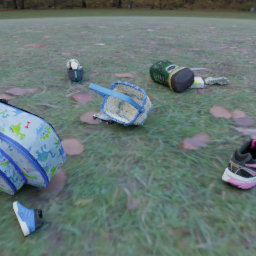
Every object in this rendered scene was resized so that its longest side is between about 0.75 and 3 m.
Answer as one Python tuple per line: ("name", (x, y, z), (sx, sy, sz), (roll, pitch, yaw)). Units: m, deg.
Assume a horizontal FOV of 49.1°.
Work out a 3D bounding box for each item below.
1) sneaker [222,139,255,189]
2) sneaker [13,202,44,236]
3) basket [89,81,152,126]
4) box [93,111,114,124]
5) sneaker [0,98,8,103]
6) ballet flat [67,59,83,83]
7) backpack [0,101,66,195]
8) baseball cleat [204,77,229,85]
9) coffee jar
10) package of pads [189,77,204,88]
("sneaker", (3.595, 0.763, 7.593), (2.455, 1.060, 0.986), (-20, 34, -40))
("sneaker", (-2.175, 1.901, 6.189), (0.512, 0.353, 0.920), (-22, 38, -26))
("basket", (-0.178, -0.911, 9.896), (1.830, 1.444, 2.075), (26, -5, 35))
("box", (-0.884, -0.411, 10.916), (0.817, 0.154, 0.558), (19, 33, 33))
("sneaker", (-5.918, -1.150, 11.959), (1.543, 0.513, 0.698), (-6, 31, -8))
("ballet flat", (-2.984, -3.353, 15.776), (0.987, 0.987, 2.702), (-6, 28, -12))
("backpack", (-2.870, 0.592, 6.970), (2.339, 2.140, 1.719), (14, 52, 23))
("baseball cleat", (4.650, -2.533, 14.751), (1.204, 0.420, 0.641), (-1, 27, -3))
("coffee jar", (2.211, -2.660, 14.202), (1.260, 1.031, 2.416), (-31, 36, -14))
("package of pads", (3.460, -2.336, 14.455), (0.776, 0.342, 1.004), (1, 28, 4))
